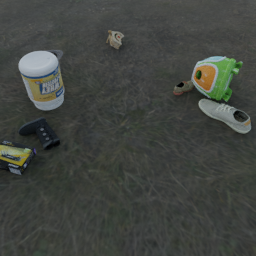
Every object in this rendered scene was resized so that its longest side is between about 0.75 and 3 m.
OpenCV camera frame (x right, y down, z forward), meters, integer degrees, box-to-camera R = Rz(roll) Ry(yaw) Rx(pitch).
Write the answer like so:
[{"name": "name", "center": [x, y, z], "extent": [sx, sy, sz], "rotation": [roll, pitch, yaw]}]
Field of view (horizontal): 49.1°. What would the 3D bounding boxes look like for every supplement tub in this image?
[{"name": "supplement tub", "center": [-3.685, -2.028, 12.244], "extent": [1.598, 2.209, 1.598], "rotation": [-1, 47, 1]}]

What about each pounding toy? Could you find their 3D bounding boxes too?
[{"name": "pounding toy", "center": [-0.737, -5.093, 16.370], "extent": [0.815, 0.818, 1.426], "rotation": [11, 51, -29]}]

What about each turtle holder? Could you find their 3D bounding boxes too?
[{"name": "turtle holder", "center": [4.053, -2.479, 12.836], "extent": [1.839, 1.968, 2.590], "rotation": [21, 51, 19]}]

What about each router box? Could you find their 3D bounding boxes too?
[{"name": "router box", "center": [-4.381, 1.084, 10.607], "extent": [1.400, 0.366, 1.101], "rotation": [12, 47, 12]}]

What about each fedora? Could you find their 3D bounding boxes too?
[{"name": "fedora", "center": [-4.158, -3.010, 13.955], "extent": [2.230, 1.007, 1.972], "rotation": [-4, 43, 12]}]

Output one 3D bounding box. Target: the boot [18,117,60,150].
[{"name": "boot", "center": [-3.578, 0.357, 11.276], "extent": [1.224, 0.488, 1.486], "rotation": [-32, 63, -15]}]

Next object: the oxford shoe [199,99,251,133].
[{"name": "oxford shoe", "center": [4.175, -0.692, 12.041], "extent": [0.935, 0.718, 2.487], "rotation": [-36, 54, -25]}]

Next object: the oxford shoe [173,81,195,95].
[{"name": "oxford shoe", "center": [2.755, -2.028, 13.419], "extent": [1.315, 0.492, 0.463], "rotation": [-30, 54, -25]}]
